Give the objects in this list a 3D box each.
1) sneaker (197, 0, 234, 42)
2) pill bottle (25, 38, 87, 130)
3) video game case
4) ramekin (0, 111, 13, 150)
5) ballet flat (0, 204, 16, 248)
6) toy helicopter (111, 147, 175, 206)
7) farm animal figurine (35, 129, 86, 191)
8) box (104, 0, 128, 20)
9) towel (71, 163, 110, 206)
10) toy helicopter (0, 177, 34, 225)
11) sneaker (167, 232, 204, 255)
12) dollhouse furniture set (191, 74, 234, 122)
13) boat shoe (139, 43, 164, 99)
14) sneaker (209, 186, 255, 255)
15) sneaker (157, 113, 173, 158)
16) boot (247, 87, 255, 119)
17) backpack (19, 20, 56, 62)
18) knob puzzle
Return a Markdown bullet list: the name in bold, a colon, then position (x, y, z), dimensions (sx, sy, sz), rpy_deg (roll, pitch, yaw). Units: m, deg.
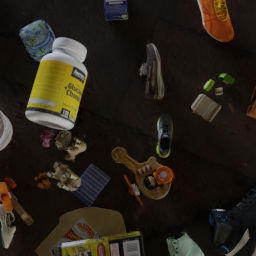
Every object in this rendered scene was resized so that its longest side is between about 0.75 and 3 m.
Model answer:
- **sneaker**: position (3.104, -4.283, 10.041), dimensions (0.939, 0.993, 2.574), rpy_deg (-20, 80, -5)
- **pill bottle**: position (-2.218, -1.431, 9.139), dimensions (1.544, 1.544, 2.757), rpy_deg (12, 79, 3)
- **video game case**: position (-0.639, 4.505, 8.068), dimensions (2.412, 0.340, 2.669), rpy_deg (-6, 88, -8)
- **ramekin**: position (-4.633, 0.089, 9.211), dimensions (1.591, 0.775, 1.591), rpy_deg (0, 78, 1)
- **ballet flat**: position (-3.772, 3.037, 8.787), dimensions (0.468, 0.468, 1.349), rpy_deg (-16, 75, -3)
- **toy helicopter**: position (0.317, 1.463, 9.037), dimensions (2.229, 0.879, 1.474), rpy_deg (36, 89, 18)
- **farm animal figurine**: position (-2.040, 1.017, 8.900), dimensions (1.553, 0.967, 1.923), rpy_deg (-3, 69, 23)
- **box**: position (-0.459, -4.630, 10.486), dimensions (0.854, 0.229, 1.410), rpy_deg (-3, 77, 0)
- **towel**: position (-1.228, 1.861, 9.178), dimensions (0.838, 0.138, 1.158), rpy_deg (35, 79, 11)
- **toy helicopter**: position (-3.507, 2.243, 8.538), dimensions (0.698, 1.171, 1.770), rpy_deg (-41, 85, -20)
- **sneaker**: position (1.271, 3.966, 8.430), dimensions (1.855, 0.683, 1.094), rpy_deg (-35, 86, -17)
- **dollhouse furniture set**: position (2.931, -1.110, 9.738), dimensions (0.837, 0.647, 1.676), rpy_deg (34, 99, -1)
- **boat shoe**: position (0.758, -1.964, 9.669), dimensions (0.742, 0.754, 2.023), rpy_deg (-8, 77, -1)
- **sneaker**: position (3.453, 2.499, 8.539), dimensions (1.660, 1.084, 2.967), rpy_deg (23, 80, 4)
- **sneaker**: position (1.255, 0.222, 9.271), dimensions (0.548, 0.601, 1.484), rpy_deg (2, 78, 0)
- **boot**: position (5.278, -1.104, 9.494), dimensions (1.941, 0.959, 2.500), rpy_deg (22, 86, 9)
- **backpack**: position (-3.102, -3.026, 9.805), dimensions (1.139, 0.915, 1.245), rpy_deg (-28, 84, -2)
- **knob puzzle**: position (-1.127, 3.614, 8.660), dimensions (2.845, 0.394, 2.845), rpy_deg (0, 78, 0)
